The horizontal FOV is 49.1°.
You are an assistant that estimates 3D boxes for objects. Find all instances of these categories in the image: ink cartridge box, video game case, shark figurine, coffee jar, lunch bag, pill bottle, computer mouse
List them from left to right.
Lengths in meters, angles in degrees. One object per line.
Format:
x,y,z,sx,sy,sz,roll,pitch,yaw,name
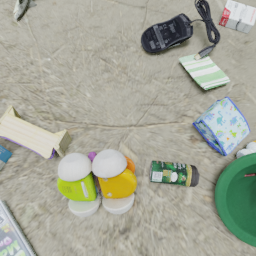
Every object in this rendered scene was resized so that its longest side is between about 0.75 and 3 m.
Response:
-4.280,1.052,7.572,1.125,1.096,1.750,25,70,9,ink cartridge box
-3.776,3.771,6.926,2.950,0.344,2.682,-36,73,-13,video game case
-3.527,-4.687,9.988,0.700,1.678,1.002,19,30,-32,shark figurine
1.265,1.252,7.700,1.329,0.693,0.567,7,96,2,coffee jar
1.765,-2.918,9.274,2.442,0.562,1.715,-27,91,13,computer mouse
2.697,-0.027,7.922,1.112,0.834,1.308,-42,92,-10,lunch bag
3.874,-3.910,9.840,1.111,0.465,0.802,21,70,8,ink cartridge box
3.871,0.679,7.872,1.461,0.824,0.824,-21,70,-8,pill bottle

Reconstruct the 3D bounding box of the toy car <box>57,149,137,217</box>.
-0.776,1.240,7.356,2.044,1.789,1.533,-7,31,6,toy car

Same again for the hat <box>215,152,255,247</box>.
4.081,1.689,7.793,2.931,2.580,2.427,-13,86,24,hat

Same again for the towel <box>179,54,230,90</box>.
2.453,-1.861,8.979,1.102,0.169,1.444,-18,61,-20,towel

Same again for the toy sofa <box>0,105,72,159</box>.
-2.715,0.235,8.038,1.978,0.819,0.965,22,69,8,toy sofa
